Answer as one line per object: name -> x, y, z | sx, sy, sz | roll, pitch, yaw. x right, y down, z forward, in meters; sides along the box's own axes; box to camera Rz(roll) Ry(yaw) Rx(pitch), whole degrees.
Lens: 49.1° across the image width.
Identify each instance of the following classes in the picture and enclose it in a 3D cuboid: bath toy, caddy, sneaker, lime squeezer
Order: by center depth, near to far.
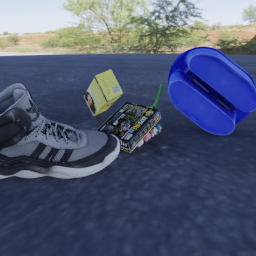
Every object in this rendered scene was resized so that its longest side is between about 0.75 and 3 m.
sneaker -> -1.571, 0.070, 5.414 | 2.981, 1.697, 1.125 | -3, 39, -12
bath toy -> 0.465, 0.174, 7.443 | 0.921, 0.401, 0.340 | -33, 64, -30
caddy -> 2.441, -1.100, 8.215 | 2.770, 1.958, 1.454 | 38, 26, -1
lime squeezer -> 0.577, -0.517, 8.567 | 0.337, 1.787, 0.631 | 24, 30, -45

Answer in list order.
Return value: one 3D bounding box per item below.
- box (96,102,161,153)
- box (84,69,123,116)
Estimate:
box -> 0.007, -0.076, 7.345 | 1.137, 0.351, 1.424 | 18, 50, 34
box -> -0.861, -1.048, 9.023 | 0.571, 0.857, 2.278 | -27, -2, -20
